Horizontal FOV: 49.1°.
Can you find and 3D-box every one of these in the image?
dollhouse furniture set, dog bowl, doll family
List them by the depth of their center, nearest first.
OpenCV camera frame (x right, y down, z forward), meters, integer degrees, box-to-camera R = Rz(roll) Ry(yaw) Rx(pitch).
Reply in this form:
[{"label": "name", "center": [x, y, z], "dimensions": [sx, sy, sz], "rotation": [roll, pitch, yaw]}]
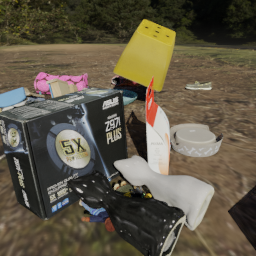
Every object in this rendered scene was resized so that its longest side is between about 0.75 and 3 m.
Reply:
[{"label": "doll family", "center": [-0.131, 1.737, 6.098], "dimensions": [1.920, 0.754, 1.110], "rotation": [-19, 32, -29]}, {"label": "dog bowl", "center": [2.294, 0.408, 9.605], "dimensions": [1.830, 0.537, 1.830], "rotation": [1, 21, 0]}, {"label": "dollhouse furniture set", "center": [-3.530, -0.669, 11.499], "dimensions": [2.729, 1.781, 2.576], "rotation": [-15, 0, 9]}]

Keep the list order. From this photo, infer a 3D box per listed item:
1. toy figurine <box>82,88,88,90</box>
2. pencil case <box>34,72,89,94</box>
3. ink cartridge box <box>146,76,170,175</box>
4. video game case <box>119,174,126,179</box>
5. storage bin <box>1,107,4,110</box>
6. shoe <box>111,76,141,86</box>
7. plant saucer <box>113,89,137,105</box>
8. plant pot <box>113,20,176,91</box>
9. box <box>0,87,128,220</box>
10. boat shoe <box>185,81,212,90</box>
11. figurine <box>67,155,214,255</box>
[{"label": "toy figurine", "center": [-2.451, -1.350, 13.219], "dimensions": [1.446, 1.022, 1.469], "rotation": [-1, 17, -6]}, {"label": "pencil case", "center": [-3.789, -2.581, 16.091], "dimensions": [2.954, 1.384, 1.340], "rotation": [4, -21, 4]}, {"label": "ink cartridge box", "center": [0.946, -0.133, 8.286], "dimensions": [0.626, 2.498, 2.026], "rotation": [2, 22, 10]}, {"label": "video game case", "center": [-0.102, 1.173, 8.254], "dimensions": [0.830, 0.106, 0.750], "rotation": [19, 29, 40]}, {"label": "storage bin", "center": [-6.334, -0.898, 12.536], "dimensions": [1.753, 0.822, 1.185], "rotation": [-13, 25, -32]}, {"label": "shoe", "center": [-0.039, -3.048, 18.111], "dimensions": [2.197, 0.785, 1.000], "rotation": [12, 26, 41]}, {"label": "plant saucer", "center": [-0.853, -1.604, 14.930], "dimensions": [2.713, 0.372, 2.713], "rotation": [0, 21, 0]}, {"label": "plant pot", "center": [0.965, -3.500, 12.861], "dimensions": [2.363, 2.084, 2.363], "rotation": [22, 42, -1]}, {"label": "box", "center": [-1.393, 0.425, 6.935], "dimensions": [1.220, 2.320, 2.833], "rotation": [13, 26, 40]}, {"label": "boat shoe", "center": [4.402, -2.685, 17.493], "dimensions": [1.609, 0.481, 0.575], "rotation": [1, 22, 2]}, {"label": "figurine", "center": [0.304, 1.344, 5.859], "dimensions": [2.307, 1.018, 2.364], "rotation": [26, 23, 31]}]
